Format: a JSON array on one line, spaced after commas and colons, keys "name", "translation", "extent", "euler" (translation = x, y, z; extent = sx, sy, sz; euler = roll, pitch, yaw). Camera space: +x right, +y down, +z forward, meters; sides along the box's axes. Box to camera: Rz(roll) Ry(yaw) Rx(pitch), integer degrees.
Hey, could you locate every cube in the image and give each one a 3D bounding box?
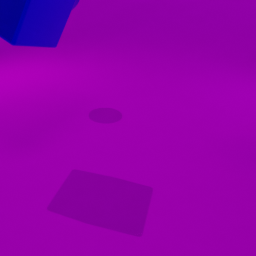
[{"name": "cube", "translation": [-1.696, -2.090, 4.498], "extent": [1.146, 1.146, 1.146], "euler": [34, 22, 9]}]

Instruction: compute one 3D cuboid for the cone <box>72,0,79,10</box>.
[{"name": "cone", "translation": [-1.936, -3.617, 7.432], "extent": [0.941, 0.944, 0.941], "euler": [-32, 4, 2]}]
